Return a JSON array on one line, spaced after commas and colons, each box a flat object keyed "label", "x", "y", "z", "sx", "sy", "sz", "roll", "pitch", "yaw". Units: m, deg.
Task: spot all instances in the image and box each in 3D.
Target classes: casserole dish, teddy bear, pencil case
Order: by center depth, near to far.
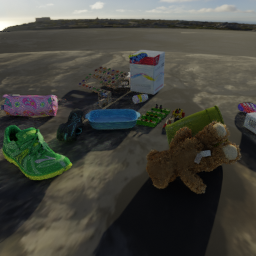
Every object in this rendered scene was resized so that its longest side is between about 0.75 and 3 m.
[{"label": "teddy bear", "x": 1.776, "y": 0.819, "z": 7.797, "sx": 1.852, "sy": 2.555, "sz": 0.853, "roll": 50, "pitch": 7, "yaw": 20}, {"label": "casserole dish", "x": -0.624, "y": -0.352, "z": 11.587, "sx": 2.252, "sy": 0.437, "sz": 1.364, "roll": -1, "pitch": 25, "yaw": -4}, {"label": "pencil case", "x": -4.290, "y": -1.014, "z": 12.354, "sx": 2.306, "sy": 1.008, "sz": 1.008, "roll": 2, "pitch": 25, "yaw": 2}]

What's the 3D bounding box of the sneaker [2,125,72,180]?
[{"label": "sneaker", "x": -2.933, "y": 0.677, "z": 8.467, "sx": 2.901, "sy": 1.212, "sz": 1.074, "roll": 18, "pitch": 30, "yaw": 32}]

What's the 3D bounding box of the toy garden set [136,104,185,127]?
[{"label": "toy garden set", "x": 1.460, "y": -0.555, "z": 12.068, "sx": 1.584, "sy": 0.379, "sz": 1.900, "roll": 13, "pitch": 28, "yaw": 25}]

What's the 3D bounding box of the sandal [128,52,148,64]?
[{"label": "sandal", "x": 0.489, "y": -3.267, "z": 13.094, "sx": 0.926, "sy": 0.403, "sz": 0.368, "roll": -11, "pitch": -19, "yaw": 18}]

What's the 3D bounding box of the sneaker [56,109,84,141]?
[{"label": "sneaker", "x": -2.052, "y": -0.071, "z": 10.849, "sx": 0.775, "sy": 0.737, "sz": 1.954, "roll": 14, "pitch": 35, "yaw": 6}]

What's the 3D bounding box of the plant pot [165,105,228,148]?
[{"label": "plant pot", "x": 2.119, "y": 0.324, "z": 8.903, "sx": 1.702, "sy": 1.768, "sz": 1.768, "roll": -12, "pitch": 24, "yaw": 9}]

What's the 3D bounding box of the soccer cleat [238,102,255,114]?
[{"label": "soccer cleat", "x": 5.549, "y": -0.756, "z": 12.418, "sx": 1.531, "sy": 0.522, "sz": 0.560, "roll": 21, "pitch": 47, "yaw": 40}]

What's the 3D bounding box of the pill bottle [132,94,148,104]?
[{"label": "pill bottle", "x": 0.628, "y": -1.481, "z": 14.022, "sx": 0.761, "sy": 0.397, "sz": 0.397, "roll": -16, "pitch": 30, "yaw": -33}]

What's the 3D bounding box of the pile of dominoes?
[{"label": "pile of dominoes", "x": -1.456, "y": -2.878, "z": 15.910, "sx": 2.576, "sy": 0.410, "sz": 2.008, "roll": 22, "pitch": 60, "yaw": 34}]

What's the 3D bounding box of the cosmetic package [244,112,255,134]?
[{"label": "cosmetic package", "x": 5.582, "y": -0.250, "z": 11.107, "sx": 1.678, "sy": 0.598, "sz": 0.851, "roll": -8, "pitch": 30, "yaw": -18}]

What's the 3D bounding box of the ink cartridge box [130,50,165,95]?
[{"label": "ink cartridge box", "x": 1.066, "y": -3.089, "z": 15.432, "sx": 1.491, "sy": 2.062, "sz": 1.498, "roll": 12, "pitch": 30, "yaw": 26}]

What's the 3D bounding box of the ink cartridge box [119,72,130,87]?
[{"label": "ink cartridge box", "x": -0.183, "y": -2.874, "z": 16.657, "sx": 1.950, "sy": 0.661, "sz": 1.131, "roll": 1, "pitch": 27, "yaw": 1}]

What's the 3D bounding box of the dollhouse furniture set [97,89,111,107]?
[{"label": "dollhouse furniture set", "x": -1.296, "y": -1.471, "z": 13.764, "sx": 0.601, "sy": 0.598, "sz": 0.853, "roll": 14, "pitch": 29, "yaw": 28}]
